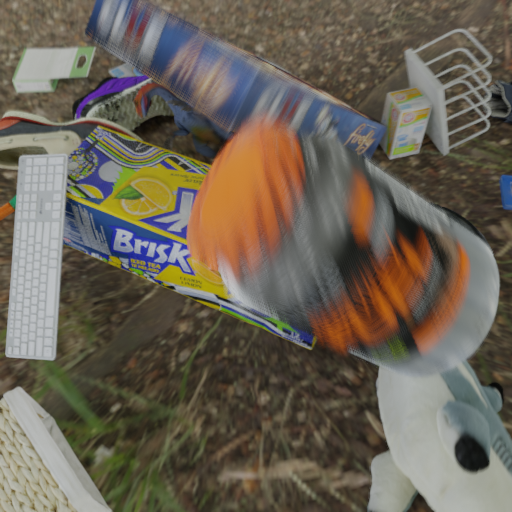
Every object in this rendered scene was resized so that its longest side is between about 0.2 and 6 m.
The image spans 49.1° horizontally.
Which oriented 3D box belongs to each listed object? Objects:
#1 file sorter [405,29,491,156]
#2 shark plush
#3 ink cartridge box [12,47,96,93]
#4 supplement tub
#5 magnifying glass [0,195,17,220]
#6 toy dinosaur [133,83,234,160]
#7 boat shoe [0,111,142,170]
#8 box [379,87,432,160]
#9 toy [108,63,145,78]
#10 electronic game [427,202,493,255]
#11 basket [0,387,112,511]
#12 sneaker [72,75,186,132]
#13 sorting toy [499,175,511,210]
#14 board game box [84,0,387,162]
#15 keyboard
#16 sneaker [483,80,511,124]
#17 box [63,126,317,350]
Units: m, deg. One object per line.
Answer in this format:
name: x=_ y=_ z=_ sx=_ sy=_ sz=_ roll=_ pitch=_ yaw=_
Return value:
file sorter: x=3.587 y=-3.003 z=10.302 sx=1.084 sy=1.742 sz=1.209 roll=-25 pitch=54 yaw=6
shark plush: x=2.473 y=1.895 z=7.408 sx=1.847 sy=2.014 sz=4.434 roll=17 pitch=30 yaw=-12
ink cartridge box: x=-4.315 y=-4.042 z=12.121 sx=1.595 sy=0.382 sz=1.160 roll=-1 pitch=52 yaw=-1
supplement tub: x=0.946 y=-0.019 z=6.017 sx=3.098 sy=1.898 sz=1.898 roll=26 pitch=47 yaw=-27
magnifying glass: x=-4.065 y=-0.945 z=9.671 sx=1.592 sy=0.634 sz=0.178 roll=-36 pitch=82 yaw=-14
toy dinosaur: x=-1.194 y=-2.334 z=10.070 sx=1.915 sy=1.108 sz=2.110 roll=49 pitch=26 yaw=-1
boat shoe: x=-3.406 y=-1.858 z=9.998 sx=3.068 sy=1.092 sz=0.960 roll=11 pitch=56 yaw=12
box: x=2.736 y=-2.457 z=10.410 sx=0.645 sy=1.147 sz=0.581 roll=-13 pitch=53 yaw=-10
toy: x=-2.099 y=-4.369 z=12.313 sx=2.083 sy=0.492 sz=1.199 roll=-33 pitch=59 yaw=-23
electronic game: x=2.754 y=-0.187 z=8.732 sx=1.920 sy=0.400 sz=1.920 roll=7 pitch=46 yaw=-7
basket: x=-2.648 y=2.612 z=6.513 sx=1.059 sy=1.163 sz=1.716 roll=-36 pitch=60 yaw=-20
sneaker: x=-2.403 y=-3.232 z=11.146 sx=2.801 sy=0.974 sz=1.393 roll=-30 pitch=46 yaw=-26
sorting toy: x=6.028 y=-0.792 z=9.555 sx=3.785 sy=0.516 sz=2.131 roll=-6 pitch=57 yaw=-4
board game box: x=-0.018 y=-2.779 z=9.201 sx=3.073 sy=0.785 sz=4.536 roll=38 pitch=22 yaw=25
keyboard: x=-3.155 y=-0.009 z=8.084 sx=0.831 sy=0.157 sz=2.952 roll=0 pitch=85 yaw=22
sneaker: x=5.436 y=-3.435 z=11.387 sx=1.515 sy=0.797 sz=2.097 roll=11 pitch=54 yaw=5
box: x=-0.863 y=-0.365 z=8.595 sx=4.564 sy=1.467 sz=1.599 roll=22 pitch=56 yaw=15
